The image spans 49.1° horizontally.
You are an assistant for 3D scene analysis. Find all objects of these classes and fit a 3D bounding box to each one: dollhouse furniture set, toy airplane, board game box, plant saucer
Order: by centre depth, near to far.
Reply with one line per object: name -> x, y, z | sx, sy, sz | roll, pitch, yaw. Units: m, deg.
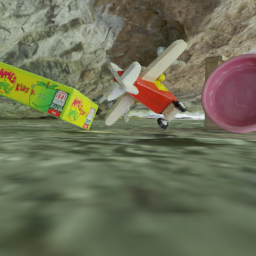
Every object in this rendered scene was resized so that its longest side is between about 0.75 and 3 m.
plant saucer -> 1.730, -0.498, 4.182 | 1.226, 1.226, 0.311 | 1, -15, 35
board game box -> -2.096, -0.780, 6.053 | 2.616, 0.623, 1.329 | 21, -5, 16
dollhouse furniture set -> 3.177, -0.825, 6.396 | 2.579, 1.713, 2.261 | 2, 3, 38
toy airplane -> 0.315, -0.970, 6.414 | 2.013, 2.004, 1.420 | -12, 45, -6
